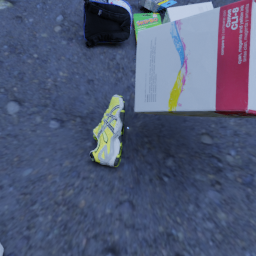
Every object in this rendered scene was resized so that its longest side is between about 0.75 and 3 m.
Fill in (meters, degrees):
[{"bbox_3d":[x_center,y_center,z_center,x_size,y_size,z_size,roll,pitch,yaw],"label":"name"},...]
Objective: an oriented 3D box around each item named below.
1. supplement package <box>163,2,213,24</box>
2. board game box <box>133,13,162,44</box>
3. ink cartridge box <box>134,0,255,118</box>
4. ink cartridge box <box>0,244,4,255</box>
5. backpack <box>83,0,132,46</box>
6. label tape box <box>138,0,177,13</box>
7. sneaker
[{"bbox_3d":[2.234,-3.770,10.239,1.665,0.997,1.009,-10,76,-6],"label":"supplement package"},{"bbox_3d":[0.808,-3.555,10.629,1.057,0.332,2.213,-3,62,-3],"label":"board game box"},{"bbox_3d":[1.645,-1.160,5.837,2.575,1.871,1.863,3,91,46],"label":"ink cartridge box"},{"bbox_3d":[-4.321,2.807,6.074,2.410,1.012,1.745,-28,98,-15],"label":"ink cartridge box"},{"bbox_3d":[-0.683,-3.893,10.143,1.709,1.794,1.382,11,47,2],"label":"backpack"},{"bbox_3d":[1.192,-5.032,11.306,1.275,0.403,0.919,35,49,19],"label":"label tape box"},{"bbox_3d":[-0.560,-0.035,8.242,0.891,0.879,2.331,5,58,2],"label":"sneaker"}]
